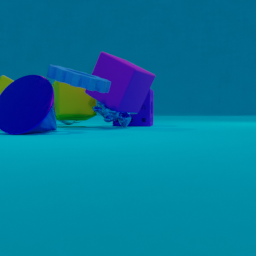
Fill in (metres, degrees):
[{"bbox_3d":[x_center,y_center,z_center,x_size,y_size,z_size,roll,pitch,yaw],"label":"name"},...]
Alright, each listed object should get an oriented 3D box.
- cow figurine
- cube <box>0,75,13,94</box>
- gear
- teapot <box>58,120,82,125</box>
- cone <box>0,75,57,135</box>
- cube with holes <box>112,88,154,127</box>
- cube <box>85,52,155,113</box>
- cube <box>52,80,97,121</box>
[{"bbox_3d":[-0.444,-0.482,8.761,1.126,0.618,1.108,39,18,17],"label":"cow figurine"},{"bbox_3d":[-3.151,-0.676,7.299,0.921,0.921,0.921,30,-22,-35],"label":"cube"},{"bbox_3d":[-1.084,-1.102,6.256,1.376,0.254,1.376,16,11,-3],"label":"gear"},{"bbox_3d":[-2.407,-0.673,11.060,1.841,0.901,1.145,32,8,-9],"label":"teapot"},{"bbox_3d":[-1.920,-0.228,6.207,1.361,1.361,1.366,1,-24,18],"label":"cone"},{"bbox_3d":[0.213,-0.718,9.952,1.276,1.276,1.276,0,3,10],"label":"cube with holes"},{"bbox_3d":[-0.220,-1.298,8.233,1.283,1.283,1.283,32,17,26],"label":"cube"},{"bbox_3d":[-1.805,-0.920,9.219,1.211,1.211,1.211,0,-7,-25],"label":"cube"}]
